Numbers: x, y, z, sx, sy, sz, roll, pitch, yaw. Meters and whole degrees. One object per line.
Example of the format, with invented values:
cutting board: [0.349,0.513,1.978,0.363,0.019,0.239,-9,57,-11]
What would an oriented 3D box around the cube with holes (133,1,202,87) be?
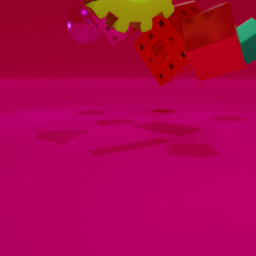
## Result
cube with holes: [1.270,-2.139,7.183,1.346,1.346,1.346,-30,-5,-35]

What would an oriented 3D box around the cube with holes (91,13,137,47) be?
cube with holes: [-0.361,-3.061,7.633,1.005,1.005,1.005,-34,37,9]

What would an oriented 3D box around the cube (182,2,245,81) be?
cube: [1.461,-1.442,4.802,0.810,0.810,0.810,-14,-34,26]

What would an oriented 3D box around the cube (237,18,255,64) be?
cube: [3.816,-2.717,8.783,0.859,0.859,0.859,-33,37,19]

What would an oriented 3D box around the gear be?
gear: [0.153,-2.547,4.290,2.063,2.063,0.382,-8,38,-35]

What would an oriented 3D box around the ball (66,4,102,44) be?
ball: [-1.517,-3.654,9.886,1.307,1.307,1.307,0,11,0]
